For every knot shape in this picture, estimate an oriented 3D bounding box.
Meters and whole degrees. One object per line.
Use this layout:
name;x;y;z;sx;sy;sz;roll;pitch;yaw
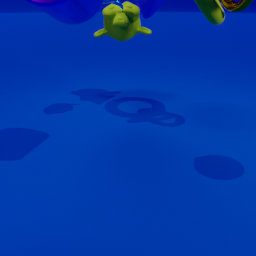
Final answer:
knot shape;2.327;-3.123;5.852;1.453;0.717;1.553;14;-7;-39

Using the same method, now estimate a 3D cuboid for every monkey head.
monkey head;-0.186;-3.090;8.512;1.838;1.107;1.322;-2;46;2

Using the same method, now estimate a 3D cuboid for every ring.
ring;1.782;-3.346;6.801;0.373;1.863;1.863;-30;10;29

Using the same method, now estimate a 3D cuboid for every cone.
cone;0.352;-3.787;7.606;1.121;1.117;1.117;41;35;8

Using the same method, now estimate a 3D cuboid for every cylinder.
cylinder;-1.081;-2.440;4.533;1.226;1.226;1.226;3;8;8

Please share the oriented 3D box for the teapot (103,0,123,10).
teapot;-0.421;-3.367;6.615;0.740;0.940;1.512;23;-11;14
